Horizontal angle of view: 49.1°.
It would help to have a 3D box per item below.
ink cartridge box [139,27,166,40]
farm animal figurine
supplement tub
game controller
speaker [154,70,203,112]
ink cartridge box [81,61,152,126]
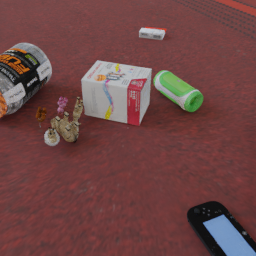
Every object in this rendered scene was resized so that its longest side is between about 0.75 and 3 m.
[{"bbox_3d":[1.320,-5.042,14.481,1.189,0.351,1.486,10,42,12],"label":"ink cartridge box"},{"bbox_3d":[-1.897,-0.153,8.360,1.552,0.809,1.535,-15,54,-28],"label":"farm animal figurine"},{"bbox_3d":[-3.889,-1.573,9.295,1.667,1.667,2.720,11,41,13],"label":"supplement tub"},{"bbox_3d":[2.031,2.294,5.648,0.993,0.401,1.904,-17,44,-19],"label":"game controller"},{"bbox_3d":[1.694,-1.304,9.660,0.822,0.822,1.858,-22,45,-24],"label":"speaker"},{"bbox_3d":[-0.344,-1.155,9.014,1.910,1.381,1.388,11,41,13],"label":"ink cartridge box"}]
